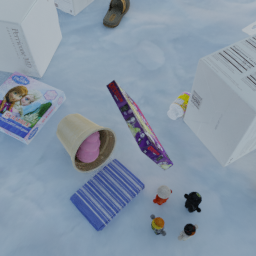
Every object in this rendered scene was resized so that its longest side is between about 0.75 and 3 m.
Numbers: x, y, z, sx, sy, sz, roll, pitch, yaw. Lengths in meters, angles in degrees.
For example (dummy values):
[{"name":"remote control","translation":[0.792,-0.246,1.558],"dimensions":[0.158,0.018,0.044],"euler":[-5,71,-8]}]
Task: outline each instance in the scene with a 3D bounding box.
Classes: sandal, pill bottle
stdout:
[{"name":"sandal","translation":[-0.538,-5.419,12.520],"dimensions":[0.955,0.638,2.338],"euler":[16,58,10]},{"name":"pill bottle","translation":[1.781,-0.744,9.546],"dimensions":[0.535,0.535,1.026],"euler":[35,64,20]}]

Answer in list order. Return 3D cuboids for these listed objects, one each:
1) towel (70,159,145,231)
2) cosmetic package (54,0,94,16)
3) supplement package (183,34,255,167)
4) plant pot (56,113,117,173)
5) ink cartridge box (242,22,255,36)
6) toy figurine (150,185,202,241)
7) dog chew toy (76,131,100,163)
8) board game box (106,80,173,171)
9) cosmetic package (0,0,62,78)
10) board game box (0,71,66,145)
[{"name":"towel","translation":[-0.579,1.871,8.075],"dimensions":[1.855,0.221,1.343],"euler":[-39,63,-24]},{"name":"cosmetic package","translation":[-2.203,-6.462,13.019],"dimensions":[1.327,0.967,2.611],"euler":[28,60,17]},{"name":"supplement package","translation":[3.645,-0.918,8.256],"dimensions":[2.985,2.854,2.195],"euler":[-26,61,-16]},{"name":"plant pot","translation":[-1.367,0.312,8.429],"dimensions":[1.535,1.535,1.405],"euler":[-36,52,-21]},{"name":"ink cartridge box","translation":[5.602,-3.232,11.020],"dimensions":[1.323,0.760,2.259],"euler":[-32,62,-19]},{"name":"toy figurine","translation":[1.253,2.243,7.375],"dimensions":[1.303,0.906,1.282],"euler":[13,58,8]},{"name":"dog chew toy","translation":[-1.144,0.466,8.219],"dimensions":[0.716,1.149,0.716],"euler":[13,35,-9]},{"name":"board game box","translation":[0.265,-0.094,6.775],"dimensions":[0.356,1.323,2.204],"euler":[-33,53,6]},{"name":"cosmetic package","translation":[-4.427,-3.782,10.347],"dimensions":[2.982,2.496,2.480],"euler":[11,58,7]},{"name":"board game box","translation":[-3.660,-0.773,9.608],"dimensions":[2.172,0.447,2.167],"euler":[23,60,14]}]
